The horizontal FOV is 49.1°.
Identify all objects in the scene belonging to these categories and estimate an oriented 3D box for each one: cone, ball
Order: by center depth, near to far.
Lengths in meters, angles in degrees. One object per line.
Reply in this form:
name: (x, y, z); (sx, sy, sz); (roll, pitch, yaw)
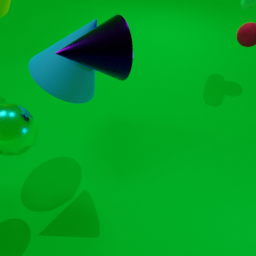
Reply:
cone: (-0.700, -1.379, 5.010); (1.200, 1.195, 1.195); (-11, 47, -22)
ball: (-2.144, 0.030, 5.138); (0.988, 0.988, 0.988); (0, 46, 0)
cone: (-1.014, -1.585, 5.769); (1.539, 1.544, 1.539); (26, 35, -20)
ball: (3.948, -3.032, 9.127); (0.773, 0.773, 0.773); (0, 46, 0)

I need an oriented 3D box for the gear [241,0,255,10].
gear: (3.665, -4.518, 8.532); (0.303, 1.636, 1.636); (-2, 45, 15)

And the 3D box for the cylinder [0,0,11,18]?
cylinder: (-3.788, -3.887, 7.433); (1.365, 1.365, 1.365); (15, 58, -26)
